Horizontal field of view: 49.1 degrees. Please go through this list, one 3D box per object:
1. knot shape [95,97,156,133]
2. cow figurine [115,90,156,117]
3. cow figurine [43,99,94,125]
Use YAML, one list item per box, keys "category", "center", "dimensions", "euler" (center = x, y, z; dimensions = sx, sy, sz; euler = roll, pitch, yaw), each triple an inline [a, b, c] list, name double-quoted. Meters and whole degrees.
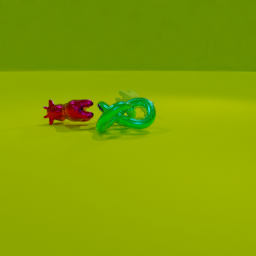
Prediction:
- category: "knot shape"
  center: [-0.259, -0.415, 8.428]
  dimensions: [1.898, 0.877, 1.776]
  euler: [-11, 11, -28]
- category: "cow figurine"
  center: [0.303, -0.886, 10.131]
  dimensions: [1.238, 0.690, 1.258]
  euler: [38, 23, 24]
- category: "cow figurine"
  center: [-1.924, -0.540, 8.917]
  dimensions: [1.532, 0.854, 1.557]
  euler: [-1, -1, -15]
